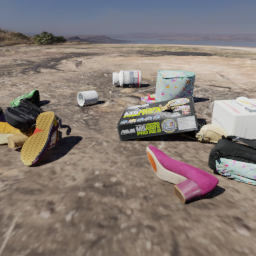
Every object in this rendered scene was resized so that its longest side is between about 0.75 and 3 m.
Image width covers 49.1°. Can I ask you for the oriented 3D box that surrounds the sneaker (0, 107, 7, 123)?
[{"bbox_3d":[-5.533,-0.642,11.720,0.892,1.032,2.357,-13,25,-30],"label":"sneaker"}]

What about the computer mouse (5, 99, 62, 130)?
[{"bbox_3d":[-3.385,-0.229,10.172,1.882,0.617,2.680,26,10,-14],"label":"computer mouse"}]

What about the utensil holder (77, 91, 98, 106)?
[{"bbox_3d":[-2.078,-1.552,14.509,0.849,0.721,0.721,-12,24,-35],"label":"utensil holder"}]

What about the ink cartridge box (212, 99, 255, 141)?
[{"bbox_3d":[4.835,-0.366,10.938,2.526,1.105,1.836,-4,23,-6],"label":"ink cartridge box"}]

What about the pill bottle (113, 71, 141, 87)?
[{"bbox_3d":[-0.077,-3.188,18.166,1.767,1.057,1.057,-1,22,-4],"label":"pill bottle"}]

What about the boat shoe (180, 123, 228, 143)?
[{"bbox_3d":[2.696,0.224,10.076,0.623,0.692,1.919,-29,27,-27],"label":"boat shoe"}]

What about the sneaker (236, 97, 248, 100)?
[{"bbox_3d":[5.852,-0.914,13.026,0.845,0.742,2.109,-29,28,-35],"label":"sneaker"}]

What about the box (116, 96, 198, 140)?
[{"bbox_3d":[1.169,-0.424,10.935,2.887,0.639,2.313,-8,20,13],"label":"box"}]

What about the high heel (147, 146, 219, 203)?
[{"bbox_3d":[1.381,1.072,7.659,1.079,0.757,2.244,-21,42,-16],"label":"high heel"}]

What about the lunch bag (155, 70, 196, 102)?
[{"bbox_3d":[2.497,-2.096,14.526,1.958,1.668,1.194,-3,29,-9],"label":"lunch bag"}]

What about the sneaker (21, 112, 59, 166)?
[{"bbox_3d":[-2.756,0.492,9.298,0.816,0.981,2.176,-1,47,15],"label":"sneaker"}]

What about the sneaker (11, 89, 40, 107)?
[{"bbox_3d":[-5.137,-1.464,14.155,0.863,0.790,2.025,5,23,14],"label":"sneaker"}]

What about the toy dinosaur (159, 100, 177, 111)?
[{"bbox_3d":[1.495,-0.768,10.326,0.579,0.333,1.145,-26,8,-6],"label":"toy dinosaur"}]

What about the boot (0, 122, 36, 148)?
[{"bbox_3d":[-4.074,0.133,10.334,2.188,0.770,1.567,20,23,31],"label":"boot"}]

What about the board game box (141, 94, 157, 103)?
[{"bbox_3d":[1.605,-1.780,15.546,1.445,0.356,1.829,17,27,36],"label":"board game box"}]

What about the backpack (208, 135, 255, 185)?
[{"bbox_3d":[3.173,0.914,7.876,1.537,0.973,1.282,13,38,30],"label":"backpack"}]
